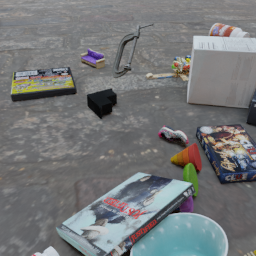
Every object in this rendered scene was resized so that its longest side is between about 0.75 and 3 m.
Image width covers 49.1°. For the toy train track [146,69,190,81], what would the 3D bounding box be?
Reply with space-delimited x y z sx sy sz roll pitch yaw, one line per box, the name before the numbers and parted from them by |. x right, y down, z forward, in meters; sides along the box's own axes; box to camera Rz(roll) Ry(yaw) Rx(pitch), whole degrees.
toy train track | 2.295 -2.974 14.992 2.690 0.438 1.543 -8 35 -11

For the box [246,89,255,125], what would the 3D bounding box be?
box | 5.866 -0.945 11.433 1.567 1.105 2.118 17 38 23

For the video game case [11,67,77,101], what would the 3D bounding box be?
video game case | -4.228 -2.275 14.025 2.966 0.378 2.680 -9 35 -14

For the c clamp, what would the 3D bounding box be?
c clamp | 0.009 -2.285 8.368 0.226 1.667 1.424 19 -2 -36

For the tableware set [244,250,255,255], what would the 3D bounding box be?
tableware set | 3.285 3.233 6.219 0.869 0.198 1.289 -13 35 -23

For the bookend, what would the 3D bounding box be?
bookend | -0.929 -1.089 12.112 1.280 0.590 1.272 -19 40 -27

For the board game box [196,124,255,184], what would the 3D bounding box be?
board game box | 3.534 0.779 9.519 1.715 0.438 2.532 -3 35 -6

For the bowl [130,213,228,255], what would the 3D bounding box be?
bowl | 1.130 2.792 5.796 1.963 1.027 1.963 -16 18 5

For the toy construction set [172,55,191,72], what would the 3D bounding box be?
toy construction set | 3.220 -3.258 14.779 2.302 1.061 1.510 -1 42 -29

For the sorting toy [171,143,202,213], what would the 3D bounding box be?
sorting toy | 1.567 1.469 8.410 0.941 0.947 2.732 -11 26 26

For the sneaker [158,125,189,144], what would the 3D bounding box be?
sneaker | 1.667 0.339 10.199 1.229 0.495 0.459 24 56 41

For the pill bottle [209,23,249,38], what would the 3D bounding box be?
pill bottle | 6.749 -6.125 18.750 1.333 1.333 2.377 -27 43 -33

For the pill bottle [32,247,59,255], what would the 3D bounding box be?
pill bottle | -1.994 3.087 6.008 0.638 0.638 1.067 28 43 35

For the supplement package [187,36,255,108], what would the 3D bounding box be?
supplement package | 4.122 -2.530 12.442 2.680 2.563 1.971 6 35 8

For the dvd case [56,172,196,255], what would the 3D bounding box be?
dvd case | -0.048 2.049 7.013 2.958 0.326 2.160 -29 17 -33

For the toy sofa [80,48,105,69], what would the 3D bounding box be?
toy sofa | -2.064 -4.038 16.261 1.538 0.751 0.637 30 45 35
